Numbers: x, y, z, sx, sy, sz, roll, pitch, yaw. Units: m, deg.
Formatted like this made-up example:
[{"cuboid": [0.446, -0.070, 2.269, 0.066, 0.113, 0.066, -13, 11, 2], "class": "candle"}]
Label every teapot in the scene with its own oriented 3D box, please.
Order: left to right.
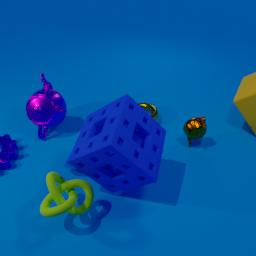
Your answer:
[{"cuboid": [-2.424, -0.615, 8.128, 1.194, 1.921, 0.941, 8, 9, 8], "class": "teapot"}, {"cuboid": [1.866, 0.073, 7.753, 0.658, 1.058, 0.518, 5, 43, -20], "class": "teapot"}]

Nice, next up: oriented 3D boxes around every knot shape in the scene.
[{"cuboid": [-1.337, 1.433, 5.747, 1.119, 0.517, 1.047, 30, 36, 8], "class": "knot shape"}]

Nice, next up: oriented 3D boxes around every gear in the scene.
[{"cuboid": [-3.802, 0.721, 7.578, 1.539, 0.285, 1.539, 0, 39, 0], "class": "gear"}]

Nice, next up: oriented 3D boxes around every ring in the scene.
[{"cuboid": [0.418, -0.432, 8.913, 1.101, 0.220, 1.101, -8, 40, 7], "class": "ring"}]

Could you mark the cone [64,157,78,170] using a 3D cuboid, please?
[{"cuboid": [-0.821, 0.897, 7.161, 1.137, 1.133, 1.133, 38, 47, 3], "class": "cone"}]

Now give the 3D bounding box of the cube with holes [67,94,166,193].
[{"cuboid": [-0.199, 0.401, 6.300, 1.393, 1.393, 1.393, -24, 37, 40], "class": "cube with holes"}]

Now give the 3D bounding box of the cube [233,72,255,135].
[{"cuboid": [4.128, -0.841, 8.025, 1.387, 1.387, 1.387, -23, 22, 47], "class": "cube"}]
